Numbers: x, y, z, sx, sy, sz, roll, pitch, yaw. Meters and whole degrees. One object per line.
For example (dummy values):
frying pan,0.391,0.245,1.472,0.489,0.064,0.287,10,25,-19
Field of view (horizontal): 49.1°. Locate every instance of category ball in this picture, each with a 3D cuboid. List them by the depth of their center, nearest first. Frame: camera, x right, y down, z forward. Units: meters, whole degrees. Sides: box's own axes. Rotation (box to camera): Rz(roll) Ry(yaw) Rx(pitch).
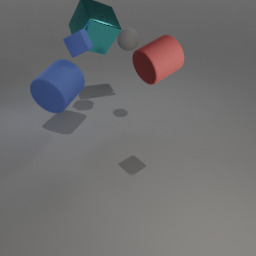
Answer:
ball,0.013,-2.823,8.952,0.700,0.700,0.700,0,31,0

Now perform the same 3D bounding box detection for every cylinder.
cylinder,0.560,-1.273,5.234,0.700,0.700,0.700,-34,43,-20
cylinder,-2.450,-1.474,9.866,1.400,1.400,1.400,12,44,18

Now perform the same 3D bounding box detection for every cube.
cube,-1.756,-3.019,9.940,0.700,0.700,0.700,-21,21,15
cube,-1.338,-3.994,11.070,1.400,1.400,1.400,4,54,-36
